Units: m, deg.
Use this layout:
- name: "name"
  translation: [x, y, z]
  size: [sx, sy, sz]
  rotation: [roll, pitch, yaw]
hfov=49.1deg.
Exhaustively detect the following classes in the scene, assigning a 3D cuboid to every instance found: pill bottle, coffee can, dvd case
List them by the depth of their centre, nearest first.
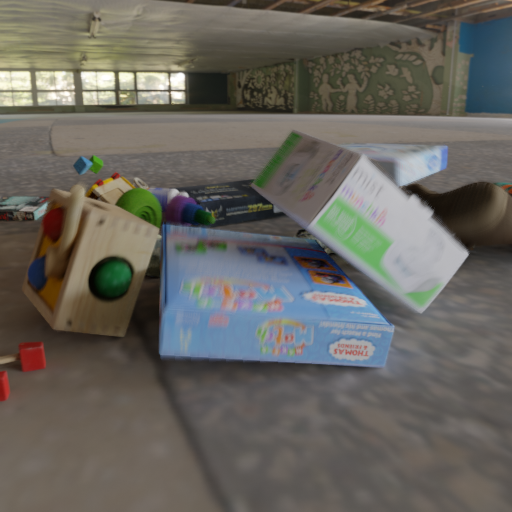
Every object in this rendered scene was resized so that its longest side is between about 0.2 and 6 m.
- name: "coffee can"
  translation: [-1.661, -0.067, 8.669]
  size: [0.622, 0.622, 0.850]
  rotation: [-11, 20, -30]
- name: "pill bottle"
  translation: [-1.805, -1.102, 11.180]
  size: [0.859, 0.482, 0.482]
  rotation: [5, 18, 15]
- name: "dvd case"
  translation: [-5.793, -1.057, 12.449]
  size: [2.211, 0.243, 1.614]
  rotation: [-2, 18, -3]

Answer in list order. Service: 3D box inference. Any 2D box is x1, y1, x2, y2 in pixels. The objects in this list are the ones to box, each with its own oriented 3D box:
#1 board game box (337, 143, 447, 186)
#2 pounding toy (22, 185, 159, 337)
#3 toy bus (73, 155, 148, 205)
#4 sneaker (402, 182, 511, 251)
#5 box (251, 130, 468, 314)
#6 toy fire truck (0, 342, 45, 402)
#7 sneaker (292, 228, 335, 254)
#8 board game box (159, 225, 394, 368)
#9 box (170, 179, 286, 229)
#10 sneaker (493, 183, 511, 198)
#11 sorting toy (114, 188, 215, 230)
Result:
- name: "board game box"
  translation: [2.420, -2.027, 12.155]
  size: [2.586, 0.561, 2.574]
  rotation: [10, 21, 37]
- name: "pounding toy"
  translation: [-1.987, -0.037, 6.375]
  size: [1.221, 1.581, 1.718]
  rotation: [15, 7, -39]
- name: "toy bus"
  translation: [-2.880, -0.986, 11.098]
  size: [1.789, 0.924, 1.688]
  rotation: [26, 26, -48]
- name: "sneaker"
  translation: [3.306, -0.517, 9.757]
  size: [1.208, 1.127, 3.199]
  rotation: [33, -5, -18]
- name: "box"
  translation: [1.300, -0.500, 7.255]
  size: [2.154, 1.042, 1.901]
  rotation: [35, 5, -30]
- name: "toy fire truck"
  translation: [-2.644, 1.152, 5.424]
  size: [1.074, 0.262, 0.757]
  rotation: [-5, 18, -14]
- name: "sneaker"
  translation: [1.011, -0.385, 9.357]
  size: [1.927, 0.821, 0.743]
  rotation: [-17, 24, -41]
- name: "board game box"
  translation: [-0.011, 0.346, 6.917]
  size: [2.340, 0.566, 3.094]
  rotation: [6, 16, -11]
- name: "box"
  translation: [-0.587, -1.197, 12.282]
  size: [2.271, 0.579, 1.791]
  rotation: [-10, 19, -27]
- name: "sneaker"
  translation: [4.696, -0.721, 10.138]
  size: [1.281, 1.144, 3.206]
  rotation: [0, 12, 16]
- name: "sorting toy"
  translation: [-1.802, -0.452, 9.174]
  size: [1.101, 1.108, 3.197]
  rotation: [17, 21, 31]
